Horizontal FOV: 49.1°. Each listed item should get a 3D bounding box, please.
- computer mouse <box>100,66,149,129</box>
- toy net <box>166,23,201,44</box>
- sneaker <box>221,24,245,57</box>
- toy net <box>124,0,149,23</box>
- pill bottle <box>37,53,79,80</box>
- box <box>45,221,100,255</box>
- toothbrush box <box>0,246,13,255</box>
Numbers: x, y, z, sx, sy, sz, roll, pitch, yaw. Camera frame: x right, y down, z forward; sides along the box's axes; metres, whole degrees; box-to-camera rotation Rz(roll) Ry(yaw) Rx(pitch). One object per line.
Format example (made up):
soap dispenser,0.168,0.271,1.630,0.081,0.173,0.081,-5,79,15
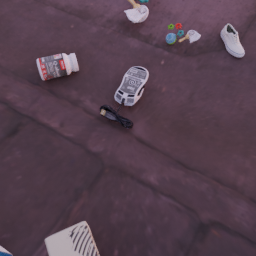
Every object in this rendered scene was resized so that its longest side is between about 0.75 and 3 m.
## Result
computer mouse,0.034,-1.026,8.851,1.177,0.471,2.147,22,67,18
toy net,1.980,-3.327,9.949,1.346,0.260,0.706,16,86,31
sneaker,3.772,-3.170,10.102,0.530,0.514,1.451,-15,60,-9
toy net,0.606,-4.966,11.253,1.383,0.509,2.636,8,61,2
pill bottle,-2.321,-2.068,9.308,1.251,0.725,0.725,-15,60,-10
box,-0.763,3.465,5.688,0.954,1.147,2.791,-22,62,-13
toothbrush box,-3.906,3.213,5.947,1.584,0.923,2.164,27,62,15
